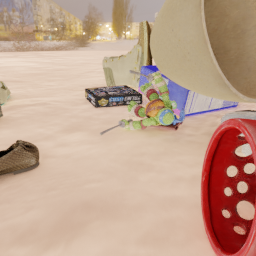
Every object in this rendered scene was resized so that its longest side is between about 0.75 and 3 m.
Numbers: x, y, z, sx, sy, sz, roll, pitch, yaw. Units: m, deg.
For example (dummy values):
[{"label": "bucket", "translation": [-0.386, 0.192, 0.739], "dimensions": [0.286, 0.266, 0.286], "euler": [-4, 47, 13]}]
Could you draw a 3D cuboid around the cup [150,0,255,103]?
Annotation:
[{"label": "cup", "translation": [1.734, -1.969, 6.022], "dimensions": [3.002, 3.002, 2.147], "euler": [-13, 8, -35]}]

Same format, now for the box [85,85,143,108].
[{"label": "box", "translation": [-0.563, -1.177, 10.159], "dimensions": [1.716, 0.426, 1.703], "euler": [-7, 19, -20]}]

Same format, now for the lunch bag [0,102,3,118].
[{"label": "lunch bag", "translation": [-4.511, -0.877, 7.504], "dimensions": [1.835, 1.505, 1.079], "euler": [3, 24, 7]}]

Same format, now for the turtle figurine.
[{"label": "turtle figurine", "translation": [0.307, -0.713, 7.108], "dimensions": [2.072, 1.491, 2.009], "euler": [1, 13, -8]}]

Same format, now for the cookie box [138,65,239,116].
[{"label": "cookie box", "translation": [2.062, -1.389, 9.319], "dimensions": [2.658, 0.999, 2.274], "euler": [-10, 32, -31]}]

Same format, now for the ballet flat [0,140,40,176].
[{"label": "ballet flat", "translation": [-2.458, 0.654, 4.445], "dimensions": [0.764, 0.526, 2.269], "euler": [17, 25, 42]}]

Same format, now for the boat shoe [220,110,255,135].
[{"label": "boat shoe", "translation": [3.295, -0.082, 6.513], "dimensions": [2.127, 0.744, 0.705], "euler": [4, 19, 35]}]

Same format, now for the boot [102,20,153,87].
[{"label": "boot", "translation": [-0.036, -3.235, 12.498], "dimensions": [2.233, 2.887, 1.041], "euler": [5, 16, 18]}]

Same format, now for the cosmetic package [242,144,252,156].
[{"label": "cosmetic package", "translation": [2.982, 0.237, 5.439], "dimensions": [1.314, 0.707, 0.557], "euler": [-1, 19, -6]}]

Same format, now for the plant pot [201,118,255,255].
[{"label": "plant pot", "translation": [1.625, 0.685, 2.968], "dimensions": [1.347, 1.479, 1.479], "euler": [6, 18, -6]}]

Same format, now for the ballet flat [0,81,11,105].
[{"label": "ballet flat", "translation": [-4.733, -1.388, 10.300], "dimensions": [0.772, 0.772, 2.224], "euler": [-8, 20, -22]}]
